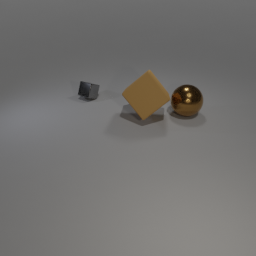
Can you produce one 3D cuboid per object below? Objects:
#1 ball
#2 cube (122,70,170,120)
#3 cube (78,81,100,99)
[{"bbox_3d":[2.551,-1.186,12.158,1.400,1.400,1.400,0,31,0],"label":"ball"},{"bbox_3d":[0.770,-1.407,11.665,1.400,1.400,1.400,-38,9,14],"label":"cube"},{"bbox_3d":[-1.930,-1.863,13.780,0.700,0.700,0.700,19,11,29],"label":"cube"}]
